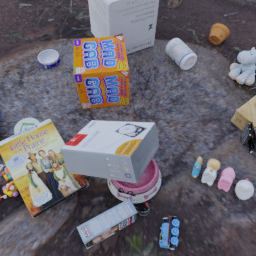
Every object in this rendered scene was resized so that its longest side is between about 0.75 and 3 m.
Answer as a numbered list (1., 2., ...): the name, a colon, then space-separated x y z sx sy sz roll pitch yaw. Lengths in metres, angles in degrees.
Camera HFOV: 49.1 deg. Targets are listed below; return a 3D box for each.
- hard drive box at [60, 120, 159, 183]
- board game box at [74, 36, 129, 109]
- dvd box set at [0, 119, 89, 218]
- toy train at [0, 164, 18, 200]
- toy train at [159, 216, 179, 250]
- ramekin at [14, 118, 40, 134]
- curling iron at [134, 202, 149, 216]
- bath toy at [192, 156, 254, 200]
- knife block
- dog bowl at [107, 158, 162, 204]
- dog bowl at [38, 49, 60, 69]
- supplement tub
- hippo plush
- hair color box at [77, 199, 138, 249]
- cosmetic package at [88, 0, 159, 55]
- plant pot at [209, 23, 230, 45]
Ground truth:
1. hard drive box: -0.533 0.655 9.064 2.524 0.969 1.967 2 31 28
2. board game box: -1.040 -2.227 11.318 1.986 1.986 1.987 -6 56 -3
3. dvd box set: -2.908 1.262 9.534 2.061 0.414 2.816 -27 72 -20
4. toy train: -4.294 1.848 9.485 1.194 0.442 1.589 0 56 -1
5. toy train: 1.267 3.192 8.589 0.572 0.434 1.001 4 56 10
6. ramekin: -3.716 0.151 10.566 1.127 0.550 1.127 0 57 -1
7. curling iron: 0.184 2.006 9.457 0.497 0.256 2.004 -8 55 -22
8. bath toy: 3.238 1.648 9.483 2.038 0.886 0.753 25 21 16
9. knife block: 5.140 -0.112 10.642 2.334 0.747 2.048 -34 63 -21
10. dog bowl: 0.208 1.550 9.415 1.873 0.690 1.873 -1 49 2
11. dog bowl: -3.648 -3.186 12.961 0.948 0.373 0.948 0 55 0
12. supplement tub: 2.427 -3.369 12.778 0.887 0.887 1.344 -24 58 -16
13. hippo plush: 5.244 -2.672 12.075 1.558 1.253 1.241 -3 56 -2
14. hair color box: -0.594 2.906 8.499 1.753 0.868 0.531 -24 59 -16
15. cosmetic package: -0.270 -5.265 12.810 2.428 2.945 2.430 -23 59 -15
16. plant pot: 4.373 -4.510 13.626 0.911 0.911 0.638 28 77 18
